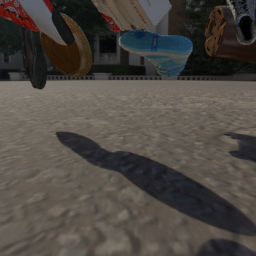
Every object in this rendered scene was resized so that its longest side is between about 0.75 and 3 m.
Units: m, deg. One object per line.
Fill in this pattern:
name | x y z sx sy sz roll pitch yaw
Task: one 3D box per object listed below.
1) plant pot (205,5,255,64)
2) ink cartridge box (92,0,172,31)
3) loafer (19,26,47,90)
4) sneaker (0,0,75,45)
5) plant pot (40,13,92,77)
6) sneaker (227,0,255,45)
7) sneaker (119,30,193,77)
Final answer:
plant pot | 3.915 -3.208 9.535 2.138 2.160 2.160 1 12 -7
ink cartridge box | -0.028 -4.007 8.681 0.972 1.676 2.322 -51 36 -12
loafer | -3.285 -2.420 9.665 0.678 2.156 0.775 4 15 19
sneaker | -2.521 -2.566 6.047 1.568 2.925 0.977 -37 -6 0
plant pot | -1.811 -2.224 7.815 1.880 1.880 0.258 9 40 37
sneaker | 2.304 -2.358 5.570 0.533 1.421 0.821 -15 14 25
sneaker | 0.902 -2.460 9.772 2.456 0.977 1.604 13 -25 9
